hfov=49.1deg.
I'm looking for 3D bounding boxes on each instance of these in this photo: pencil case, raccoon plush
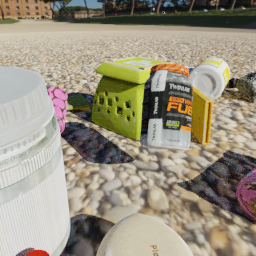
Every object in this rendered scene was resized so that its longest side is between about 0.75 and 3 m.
[{"bbox_3d":[3.473,1.024,6.126,1.161,1.111,2.683,30,36,35],"label":"pencil case"},{"bbox_3d":[5.324,-1.706,12.986,2.293,1.109,1.537,-15,21,47],"label":"raccoon plush"},{"bbox_3d":[-2.210,-0.548,8.339,0.750,0.775,1.654,-37,38,24],"label":"pencil case"}]

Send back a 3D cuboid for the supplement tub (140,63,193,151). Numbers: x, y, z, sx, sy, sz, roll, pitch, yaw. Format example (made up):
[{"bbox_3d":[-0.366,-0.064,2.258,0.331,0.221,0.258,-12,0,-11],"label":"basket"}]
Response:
[{"bbox_3d":[0.879,-0.436,6.340,1.125,1.836,1.125,4,-6,0],"label":"supplement tub"}]

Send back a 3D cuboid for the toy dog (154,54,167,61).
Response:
[{"bbox_3d":[1.680,-2.190,13.127,1.498,1.094,2.272,-42,78,-12],"label":"toy dog"}]

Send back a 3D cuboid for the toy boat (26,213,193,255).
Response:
[{"bbox_3d":[-0.222,2.145,3.834,2.485,1.155,2.089,4,27,-11],"label":"toy boat"}]

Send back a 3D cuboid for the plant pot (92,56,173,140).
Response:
[{"bbox_3d":[0.310,-1.236,9.851,2.451,2.225,2.439,23,32,40],"label":"plant pot"}]

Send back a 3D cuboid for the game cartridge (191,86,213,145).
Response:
[{"bbox_3d":[2.257,-0.457,9.030,0.266,1.445,1.639,-4,25,-5],"label":"game cartridge"}]

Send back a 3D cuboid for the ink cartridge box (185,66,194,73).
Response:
[{"bbox_3d":[2.234,-2.667,14.564,2.377,0.992,1.726,18,30,35],"label":"ink cartridge box"}]

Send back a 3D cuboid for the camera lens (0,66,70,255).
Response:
[{"bbox_3d":[-2.166,0.793,4.221,2.380,2.975,2.380,0,26,0],"label":"camera lens"}]

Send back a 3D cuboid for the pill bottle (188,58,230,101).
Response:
[{"bbox_3d":[3.859,-2.387,13.120,1.645,1.645,2.955,11,27,23],"label":"pill bottle"}]

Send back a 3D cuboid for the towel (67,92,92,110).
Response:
[{"bbox_3d":[-3.017,-1.001,11.686,2.759,0.314,1.981,-11,27,-22],"label":"towel"}]
